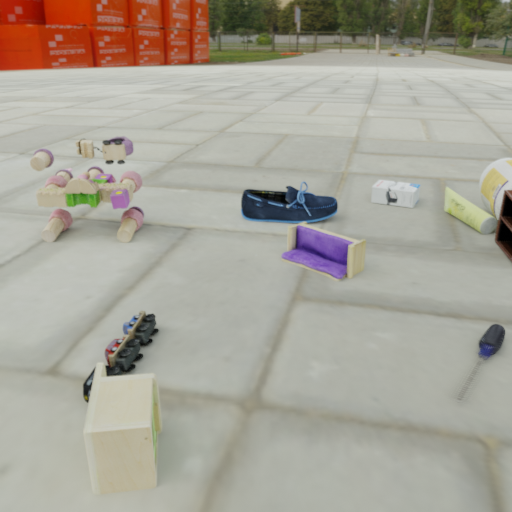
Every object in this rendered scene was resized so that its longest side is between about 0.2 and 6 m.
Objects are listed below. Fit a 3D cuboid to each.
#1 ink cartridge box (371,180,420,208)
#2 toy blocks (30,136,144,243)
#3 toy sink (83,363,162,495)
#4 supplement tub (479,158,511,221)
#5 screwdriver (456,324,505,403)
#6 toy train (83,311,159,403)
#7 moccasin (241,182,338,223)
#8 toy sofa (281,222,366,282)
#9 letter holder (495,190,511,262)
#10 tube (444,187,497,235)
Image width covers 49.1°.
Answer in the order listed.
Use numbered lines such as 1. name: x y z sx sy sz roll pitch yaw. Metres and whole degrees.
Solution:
1. ink cartridge box: 3.066 -1.369 12.318 0.922 0.386 0.669 11 26 24
2. toy blocks: -3.023 -1.427 10.439 1.839 1.967 1.656 1 29 2
3. toy sink: -1.194 1.529 5.201 0.597 0.695 1.066 -3 22 -8
4. supplement tub: 5.092 -1.217 10.929 1.205 1.205 1.657 3 24 6
5. screwdriver: 2.561 1.241 6.497 0.255 0.244 1.751 -27 2 46
6. toy train: -1.576 1.153 6.605 0.403 0.300 1.760 -5 22 12
7. moccasin: 0.654 -1.052 11.128 1.943 0.663 0.782 -4 29 0
8. toy sofa: 1.067 -0.096 9.149 1.349 0.559 0.658 21 30 40
9. letter holder: 5.249 -0.383 9.276 1.998 1.005 1.420 2 25 5
10. tube: 4.142 -0.867 11.079 0.375 0.419 1.445 28 16 -28
